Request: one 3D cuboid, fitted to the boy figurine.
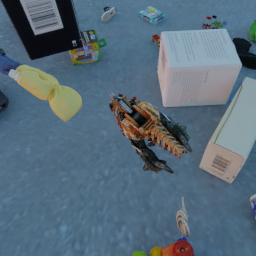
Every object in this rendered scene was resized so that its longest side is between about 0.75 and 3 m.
[{"bbox_3d":[-1.739,-0.814,5.242,1.920,1.194,0.619,32,92,-4],"label":"boy figurine"}]

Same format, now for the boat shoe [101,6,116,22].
[{"bbox_3d":[-0.920,-4.709,11.559,0.453,0.364,0.976,21,50,26],"label":"boat shoe"}]

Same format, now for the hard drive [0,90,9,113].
[{"bbox_3d":[-4.860,-0.527,8.320,2.297,0.486,1.549,-38,62,-25],"label":"hard drive"}]

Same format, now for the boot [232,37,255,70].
[{"bbox_3d":[4.198,-2.674,9.943,1.355,0.502,1.111,17,52,14],"label":"boot"}]

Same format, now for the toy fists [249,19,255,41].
[{"bbox_3d":[5.588,-3.479,10.405,2.081,0.716,1.061,14,47,12],"label":"toy fists"}]

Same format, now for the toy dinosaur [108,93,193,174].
[{"bbox_3d":[0.281,0.048,4.867,1.130,1.502,2.213,-35,30,16],"label":"toy dinosaur"}]

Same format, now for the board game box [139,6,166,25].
[{"bbox_3d":[1.015,-4.648,11.559,0.679,0.211,0.899,-39,62,-25],"label":"board game box"}]

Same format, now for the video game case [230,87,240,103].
[{"bbox_3d":[4.237,-0.807,8.739,1.722,0.153,1.233,31,59,21],"label":"video game case"}]

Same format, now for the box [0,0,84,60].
[{"bbox_3d":[-2.396,-3.724,7.182,1.584,2.653,2.698,-17,60,-6],"label":"box"}]

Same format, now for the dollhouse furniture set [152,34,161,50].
[{"bbox_3d":[1.438,-3.147,10.261,0.660,0.499,1.226,-20,56,-14],"label":"dollhouse furniture set"}]

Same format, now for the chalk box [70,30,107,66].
[{"bbox_3d":[-1.402,-2.863,9.867,1.308,0.811,0.816,-12,53,-10],"label":"chalk box"}]

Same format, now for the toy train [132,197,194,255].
[{"bbox_3d":[0.688,2.641,5.777,1.341,0.981,2.317,-11,53,9],"label":"toy train"}]

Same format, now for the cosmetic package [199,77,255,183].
[{"bbox_3d":[2.931,0.006,7.407,0.939,1.330,2.570,26,57,19],"label":"cosmetic package"}]

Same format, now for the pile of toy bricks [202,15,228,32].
[{"bbox_3d":[3.509,-4.054,11.019,1.014,0.562,0.500,24,17,29],"label":"pile of toy bricks"}]

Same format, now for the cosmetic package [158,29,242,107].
[{"bbox_3d":[2.034,-1.807,8.532,2.009,1.671,1.681,-2,53,-1],"label":"cosmetic package"}]

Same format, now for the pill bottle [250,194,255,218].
[{"bbox_3d":[3.228,2.041,6.320,0.635,0.635,1.061,-2,54,-2],"label":"pill bottle"}]
